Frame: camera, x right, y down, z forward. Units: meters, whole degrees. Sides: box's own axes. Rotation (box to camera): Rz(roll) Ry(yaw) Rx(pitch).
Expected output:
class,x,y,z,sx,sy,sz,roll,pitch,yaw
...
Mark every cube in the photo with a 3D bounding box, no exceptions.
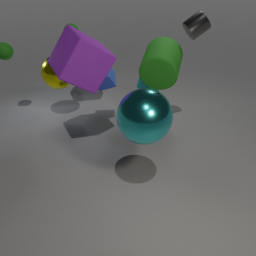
class,x,y,z,sx,sy,sz,roll,pitch,yaw
cube,-1.500,-2.195,8.998,1.400,1.400,1.400,19,22,-41
cube,-0.924,-1.986,10.924,0.700,0.700,0.700,-13,61,15
cube,0.880,-1.830,11.797,0.700,0.700,0.700,-23,66,-22

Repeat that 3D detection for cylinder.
class,x,y,z,sx,sy,sz,roll,pitch,yaw
cylinder,2.319,-3.471,9.483,0.700,0.700,0.700,-35,29,9
cylinder,1.216,-2.357,10.240,1.400,1.400,1.400,8,49,13

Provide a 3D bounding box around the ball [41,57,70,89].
class,x,y,z,sx,sy,sz,roll,pitch,yaw
ball,-2.918,-2.328,11.694,1.400,1.400,1.400,0,29,0

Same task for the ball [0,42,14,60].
class,x,y,z,sx,sy,sz,roll,pitch,yaw
ball,-4.966,-3.085,11.226,0.700,0.700,0.700,0,29,0

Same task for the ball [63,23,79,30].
class,x,y,z,sx,sy,sz,roll,pitch,yaw
ball,-2.547,-4.325,12.546,0.700,0.700,0.700,0,29,0

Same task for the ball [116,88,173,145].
class,x,y,z,sx,sy,sz,roll,pitch,yaw
ball,0.413,-0.286,6.959,1.400,1.400,1.400,0,29,0
